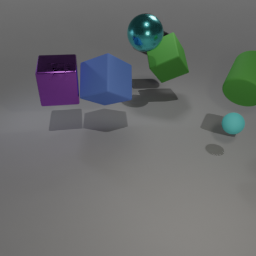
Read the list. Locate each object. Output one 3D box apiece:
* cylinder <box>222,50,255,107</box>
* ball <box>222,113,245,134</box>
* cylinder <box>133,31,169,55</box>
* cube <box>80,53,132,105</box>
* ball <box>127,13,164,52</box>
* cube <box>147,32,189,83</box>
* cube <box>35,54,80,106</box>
[{"bbox_3d":[4.209,-1.710,9.763,1.400,1.400,1.400,18,63,29],"label":"cylinder"},{"bbox_3d":[3.375,-0.145,8.989,0.700,0.700,0.700,0,30,0],"label":"ball"},{"bbox_3d":[1.151,-4.286,13.829,1.400,1.400,1.400,16,21,-29],"label":"cylinder"},{"bbox_3d":[-0.809,-1.739,10.427,1.400,1.400,1.400,-8,-12,36],"label":"cube"},{"bbox_3d":[0.664,-3.657,10.786,1.400,1.400,1.400,0,30,0],"label":"ball"},{"bbox_3d":[1.798,-3.170,12.802,1.400,1.400,1.400,-18,62,24],"label":"cube"},{"bbox_3d":[-2.571,-1.790,10.427,1.400,1.400,1.400,-4,40,-9],"label":"cube"}]
